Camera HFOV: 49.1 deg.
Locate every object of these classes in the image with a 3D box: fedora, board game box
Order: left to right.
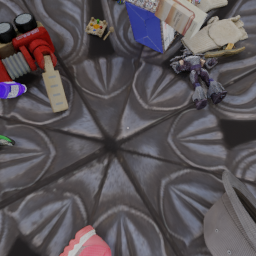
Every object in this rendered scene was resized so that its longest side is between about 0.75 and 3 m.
[{"bbox_3d":[1.305,-4.309,9.348,1.311,2.158,2.707,31,80,17],"label":"board game box"},{"bbox_3d":[2.695,2.599,6.516,1.345,2.634,2.978,-41,42,17],"label":"fedora"}]

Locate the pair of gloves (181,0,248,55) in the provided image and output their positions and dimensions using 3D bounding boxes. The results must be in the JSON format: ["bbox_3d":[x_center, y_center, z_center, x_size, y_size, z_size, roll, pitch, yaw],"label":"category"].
[{"bbox_3d":[2.952,-4.116,10.506,2.471,0.510,2.906,-15,66,-8],"label":"pair of gloves"}]

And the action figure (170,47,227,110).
[{"bbox_3d":[2.316,-1.813,9.215,1.541,0.822,2.369,-15,64,-5],"label":"action figure"}]

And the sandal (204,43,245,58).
[{"bbox_3d":[3.332,-2.689,9.603,1.587,0.638,0.429,-11,94,-15],"label":"sandal"}]

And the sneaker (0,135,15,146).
[{"bbox_3d":[-3.886,0.460,8.370,1.078,0.420,0.459,2,71,11],"label":"sneaker"}]

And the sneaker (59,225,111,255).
[{"bbox_3d":[-1.392,3.618,6.470,1.139,0.968,2.625,34,68,14],"label":"sneaker"}]

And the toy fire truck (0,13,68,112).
[{"bbox_3d":[-3.316,-1.789,8.868,2.587,1.891,2.939,-30,58,-14],"label":"toy fire truck"}]

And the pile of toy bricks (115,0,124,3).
[{"bbox_3d":[-0.188,-5.346,11.103,1.388,0.770,0.685,29,28,24],"label":"pile of toy bricks"}]

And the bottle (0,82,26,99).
[{"bbox_3d":[-3.107,-1.034,7.538,0.323,0.990,0.414,23,105,7],"label":"bottle"}]

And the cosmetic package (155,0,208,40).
[{"bbox_3d":[1.110,-2.413,5.973,0.978,0.505,0.427,37,62,9],"label":"cosmetic package"}]

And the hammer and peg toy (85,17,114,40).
[{"bbox_3d":[-1.044,-3.697,10.391,0.947,0.334,0.697,18,65,9],"label":"hammer and peg toy"}]
